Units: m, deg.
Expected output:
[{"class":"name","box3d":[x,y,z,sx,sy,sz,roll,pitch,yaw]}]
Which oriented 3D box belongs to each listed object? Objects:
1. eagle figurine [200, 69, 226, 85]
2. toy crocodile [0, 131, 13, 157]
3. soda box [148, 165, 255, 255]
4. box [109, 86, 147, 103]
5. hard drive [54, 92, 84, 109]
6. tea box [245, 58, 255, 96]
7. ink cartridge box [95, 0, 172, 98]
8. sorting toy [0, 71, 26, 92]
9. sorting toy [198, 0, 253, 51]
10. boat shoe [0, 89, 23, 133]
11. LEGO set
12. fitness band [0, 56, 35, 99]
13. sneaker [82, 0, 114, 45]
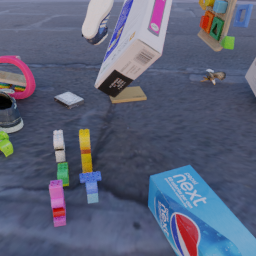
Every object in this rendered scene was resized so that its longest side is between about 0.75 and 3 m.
[{"class":"eagle figurine","box3d":[3.274,-1.977,10.743,0.652,0.864,0.655,43,79,-2]},{"class":"toy crocodile","box3d":[-3.554,0.355,7.182,1.525,0.471,0.515,9,33,23]},{"class":"soda box","box3d":[1.255,1.765,4.445,0.891,0.843,2.626,-11,33,-18]},{"class":"box","box3d":[-0.054,-1.202,9.951,1.222,0.130,0.999,-7,32,-10]},{"class":"hard drive","box3d":[-2.004,-0.956,9.520,0.632,0.171,0.905,-28,42,-36]},{"class":"tea box","box3d":[5.009,-1.492,8.986,1.633,1.109,1.660,-4,55,-9]},{"class":"ink cartridge box","box3d":[0.207,-1.971,4.980,0.519,1.325,2.799,26,56,-22]},{"class":"sorting toy","box3d":[-4.076,-1.611,9.967,1.221,0.428,1.229,9,19,-17]},{"class":"sorting toy","box3d":[2.190,-2.898,7.136,0.359,1.486,2.639,2,36,-13]},{"class":"boat shoe","box3d":[-3.914,-0.751,8.564,0.977,0.807,2.609,-16,35,-24]},{"class":"LEGO set","box3d":[-1.143,0.673,6.024,0.974,1.048,2.553,-6,32,-11]},{"class":"fitness band","box3d":[-3.978,-1.689,9.432,1.988,1.428,0.372,5,26,25]},{"class":"sneaker","box3d":[-0.931,-3.644,9.447,0.694,1.723,1.262,27,4,6]}]
